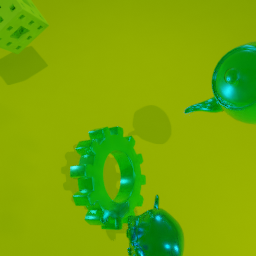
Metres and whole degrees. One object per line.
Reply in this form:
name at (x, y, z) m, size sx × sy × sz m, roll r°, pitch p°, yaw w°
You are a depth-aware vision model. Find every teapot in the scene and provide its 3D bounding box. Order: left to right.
teapot at (1.736, -0.658, 4.153) m, size 0.979 × 2.000 × 1.244 m, roll 4°, pitch 63°, yaw -38°

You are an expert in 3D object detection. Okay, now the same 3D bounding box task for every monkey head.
monkey head at (0.433, 1.878, 4.578) m, size 0.893 × 1.066 × 1.482 m, roll -8°, pitch 48°, yaw -15°

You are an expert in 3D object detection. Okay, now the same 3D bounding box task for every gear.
gear at (-0.267, 0.845, 4.893) m, size 0.319 × 1.727 × 1.727 m, roll -10°, pitch 53°, yaw 33°

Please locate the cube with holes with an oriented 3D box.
cube with holes at (-2.728, -2.541, 6.330) m, size 1.075 × 1.075 × 1.075 m, roll -37°, pitch 84°, yaw 12°
